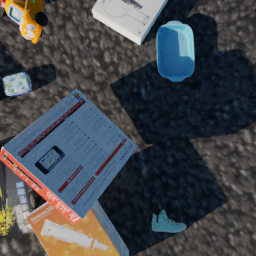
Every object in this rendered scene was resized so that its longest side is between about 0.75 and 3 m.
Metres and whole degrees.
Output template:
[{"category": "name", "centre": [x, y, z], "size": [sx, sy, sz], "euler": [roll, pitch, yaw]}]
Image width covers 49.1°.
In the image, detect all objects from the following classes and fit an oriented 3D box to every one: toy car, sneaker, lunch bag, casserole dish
[{"category": "toy car", "centre": [-2.522, -2.712, 6.614], "size": [0.918, 2.759, 1.353], "euler": [7, 99, -27]}, {"category": "sneaker", "centre": [1.214, 2.739, 8.302], "size": [1.021, 0.376, 0.602], "euler": [-1, 93, 2]}, {"category": "lunch bag", "centre": [-3.375, -1.316, 8.569], "size": [0.797, 0.329, 0.641], "euler": [-15, 86, -1]}, {"category": "casserole dish", "centre": [1.437, -2.316, 8.613], "size": [1.133, 0.363, 1.871], "euler": [-2, 86, 0]}]

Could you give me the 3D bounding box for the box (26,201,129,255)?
[{"category": "box", "centre": [-1.319, 3.011, 7.850], "size": [1.618, 1.268, 2.601], "euler": [-33, 87, -2]}]

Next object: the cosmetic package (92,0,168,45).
[{"category": "cosmetic package", "centre": [0.251, -4.024, 8.600], "size": [1.746, 0.598, 2.316], "euler": [31, 87, -1]}]

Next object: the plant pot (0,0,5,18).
[{"category": "plant pot", "centre": [-4.347, -4.280, 8.026], "size": [1.897, 1.682, 1.899], "euler": [18, 88, -3]}]

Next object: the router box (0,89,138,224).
[{"category": "router box", "centre": [-1.373, 0.604, 7.217], "size": [2.405, 0.654, 2.679], "euler": [44, 49, -3]}]

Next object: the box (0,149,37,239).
[{"category": "box", "centre": [-3.885, 1.952, 8.241], "size": [2.036, 0.620, 2.526], "euler": [-12, 87, -4]}]
